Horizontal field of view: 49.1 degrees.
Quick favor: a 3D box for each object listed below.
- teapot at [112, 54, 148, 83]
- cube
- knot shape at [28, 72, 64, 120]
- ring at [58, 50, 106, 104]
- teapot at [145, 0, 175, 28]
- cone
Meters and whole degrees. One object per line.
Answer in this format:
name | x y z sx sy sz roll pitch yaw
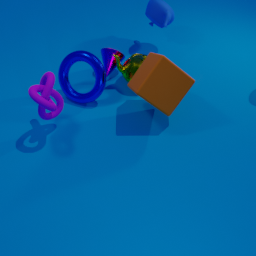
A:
teapot | 0.375 -2.006 9.375 2.018 0.988 1.255 8 44 -17
cube | 0.908 -1.282 8.057 1.225 1.225 1.225 33 9 -20
knot shape | -2.159 -0.761 7.586 0.604 1.223 1.307 -7 43 3
ring | -1.458 -1.589 8.818 1.653 1.653 0.331 17 19 15
teapot | 1.147 -4.168 10.384 0.902 1.146 1.843 -51 38 12
cone | -0.642 -2.161 9.732 0.894 0.894 0.898 13 82 12
